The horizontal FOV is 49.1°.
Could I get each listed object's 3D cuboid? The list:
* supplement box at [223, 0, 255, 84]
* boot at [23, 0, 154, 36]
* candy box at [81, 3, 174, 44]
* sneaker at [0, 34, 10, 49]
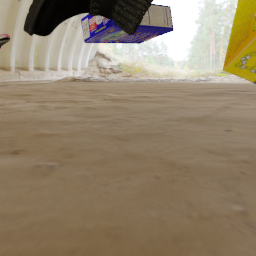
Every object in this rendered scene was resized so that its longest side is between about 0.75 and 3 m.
[{"bbox_3d":[3.059,-2.218,5.388,1.476,2.712,1.485,22,-25,-4],"label":"supplement box"},{"bbox_3d":[-0.668,-2.363,5.573,1.835,2.454,0.923,38,-8,-13],"label":"boot"},{"bbox_3d":[-0.026,-3.299,8.927,2.288,0.881,1.935,-9,6,-34],"label":"candy box"},{"bbox_3d":[-3.629,-1.943,7.389,1.429,0.625,0.527,-31,20,4],"label":"sneaker"}]
